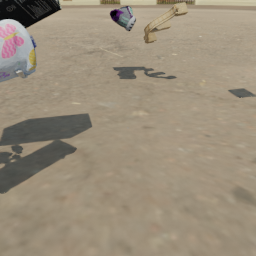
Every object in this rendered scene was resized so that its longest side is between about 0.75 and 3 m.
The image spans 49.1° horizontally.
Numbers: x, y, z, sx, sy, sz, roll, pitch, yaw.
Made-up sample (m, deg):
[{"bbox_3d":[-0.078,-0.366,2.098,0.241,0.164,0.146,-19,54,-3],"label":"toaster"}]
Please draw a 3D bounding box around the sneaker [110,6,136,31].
[{"bbox_3d":[-0.283,-3.988,9.744,0.795,0.676,1.817,19,26,-25],"label":"sneaker"}]

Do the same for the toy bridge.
[{"bbox_3d":[1.095,-3.611,9.887,0.875,0.354,2.605,-20,1,-20],"label":"toy bridge"}]

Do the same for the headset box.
[{"bbox_3d":[-2.360,-2.166,4.196,1.981,0.919,1.725,-23,-20,13],"label":"headset box"}]

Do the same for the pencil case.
[{"bbox_3d":[-2.133,-0.793,3.703,0.770,0.840,1.851,13,39,41],"label":"pencil case"}]
